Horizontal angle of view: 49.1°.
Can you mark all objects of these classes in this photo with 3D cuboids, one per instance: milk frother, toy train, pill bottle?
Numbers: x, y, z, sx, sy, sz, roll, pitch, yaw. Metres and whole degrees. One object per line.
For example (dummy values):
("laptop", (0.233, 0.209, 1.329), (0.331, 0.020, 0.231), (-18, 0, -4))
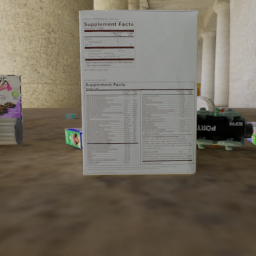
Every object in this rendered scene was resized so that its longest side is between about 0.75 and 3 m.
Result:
("milk frother", (-2.489, -0.135, 5.371), (0.868, 0.922, 0.833), (0, 1, -7))
("toy train", (1.326, 0.028, 5.085), (1.696, 0.723, 0.966), (1, -4, 11))
("pill bottle", (3.203, -0.852, 12.334), (1.082, 1.082, 1.901), (2, 6, 23))

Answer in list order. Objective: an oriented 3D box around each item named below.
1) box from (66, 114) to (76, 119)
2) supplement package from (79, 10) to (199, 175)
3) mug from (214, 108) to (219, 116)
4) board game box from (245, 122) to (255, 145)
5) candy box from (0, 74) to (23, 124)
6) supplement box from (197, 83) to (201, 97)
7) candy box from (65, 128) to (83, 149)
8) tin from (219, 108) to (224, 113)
("box", (-2.898, -0.588, 14.158), (0.380, 0.227, 0.922), (0, 5, -4))
("supplement package", (0.102, -0.432, 3.802), (1.300, 1.768, 1.690), (-1, 6, -2))
("mug", (4.759, -0.893, 15.861), (0.704, 0.530, 0.857), (3, 7, 24))
("board game box", (3.514, 0.115, 5.565), (2.102, 0.362, 1.423), (1, 5, 13))
("candy box", (-4.615, -1.012, 10.068), (1.506, 1.795, 0.642), (-2, 5, -19))
("supplement box", (2.294, -1.501, 14.994), (2.890, 1.892, 1.492), (-3, 6, -23))
("candy box", (-0.707, 0.166, 5.232), (0.711, 0.324, 0.841), (-4, 4, -30))
("tin", (5.126, -1.052, 18.059), (1.427, 0.533, 2.548), (-6, 7, -16))
